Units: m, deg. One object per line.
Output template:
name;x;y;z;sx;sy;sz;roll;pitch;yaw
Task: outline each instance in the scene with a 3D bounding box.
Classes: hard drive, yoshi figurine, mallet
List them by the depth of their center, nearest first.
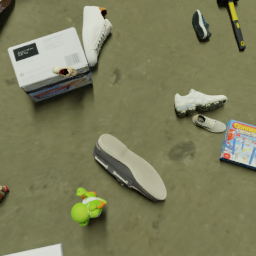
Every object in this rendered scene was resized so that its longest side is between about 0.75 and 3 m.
yoshi figurine;-1.322;2.439;8.601;1.019;1.812;1.015;37;78;-3
hard drive;-3.210;4.763;8.928;2.376;0.301;1.567;-11;76;-3
mallet;4.400;-4.405;11.217;0.870;0.544;2.642;-16;81;-8

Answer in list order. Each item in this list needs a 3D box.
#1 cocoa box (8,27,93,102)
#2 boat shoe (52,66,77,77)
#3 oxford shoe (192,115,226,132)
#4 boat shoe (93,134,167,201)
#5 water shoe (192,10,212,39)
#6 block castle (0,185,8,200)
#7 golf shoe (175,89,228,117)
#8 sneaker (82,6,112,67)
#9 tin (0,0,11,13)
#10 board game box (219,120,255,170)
cocoa box;-2.677;-2.204;10.042;2.382;1.563;1.588;-20;77;-5
boat shoe;-1.921;-1.740;8.752;0.306;0.884;0.326;28;114;33
oxford shoe;2.955;-0.166;10.159;1.232;0.356;0.463;20;74;3
boat shoe;0.015;1.484;9.636;2.985;1.085;0.936;42;122;4
water shoe;2.947;-4.100;11.182;0.503;0.455;1.274;-2;72;-29
block castle;-4.710;2.286;9.444;0.795;0.558;1.189;33;76;12
golf shoe;2.632;-1.079;10.222;1.918;0.751;0.933;-11;70;-4
sneaker;-1.145;-3.589;10.714;1.087;0.934;2.566;-2;74;2
tin;-5.727;-4.844;10.830;1.636;0.612;2.922;20;57;7
board game box;4.149;0.602;9.926;1.461;0.408;1.431;16;77;4
